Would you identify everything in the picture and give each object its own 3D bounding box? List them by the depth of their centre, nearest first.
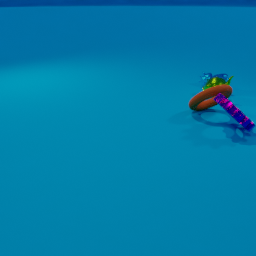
[{"bbox_3d":[2.826,-0.419,7.457,1.257,0.233,1.257,39,15,-13],"label":"gear"},{"bbox_3d":[2.469,-0.890,8.410,1.343,1.343,0.269,-12,72,-23],"label":"ring"},{"bbox_3d":[3.111,-1.475,9.749,0.825,0.650,1.327,18,-15,-30],"label":"teapot"},{"bbox_3d":[3.261,-1.797,10.666,1.062,0.592,1.079,1,24,10],"label":"cow figurine"}]
